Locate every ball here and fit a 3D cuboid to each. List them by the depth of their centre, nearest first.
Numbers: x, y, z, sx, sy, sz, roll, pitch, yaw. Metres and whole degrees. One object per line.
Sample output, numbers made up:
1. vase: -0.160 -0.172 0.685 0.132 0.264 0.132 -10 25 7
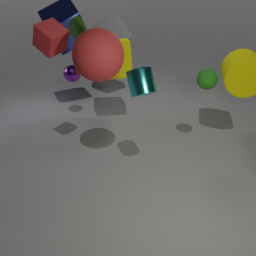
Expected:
1. ball: -0.800 -1.950 7.530 1.400 1.400 1.400 0 29 0
2. ball: 2.641 -1.624 9.317 0.700 0.700 0.700 0 29 0
3. ball: -2.286 -2.224 11.473 0.700 0.700 0.700 0 29 0

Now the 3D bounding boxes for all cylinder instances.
1. cylinder: 0.352 -1.222 7.458 0.700 0.700 0.700 -13 6 1
2. cylinder: 4.175 -2.008 10.188 1.400 1.400 1.400 6 32 11

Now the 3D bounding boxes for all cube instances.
1. cube: -2.171 -2.533 7.884 0.700 0.700 0.700 40 50 10
2. cube: -0.605 -2.761 11.177 1.400 1.400 1.400 -6 21 -2
3. cube: -2.563 -4.147 11.391 1.400 1.400 1.400 -30 58 -2
4. cube: -0.819 -4.331 13.422 1.400 1.400 1.400 -39 5 -7
